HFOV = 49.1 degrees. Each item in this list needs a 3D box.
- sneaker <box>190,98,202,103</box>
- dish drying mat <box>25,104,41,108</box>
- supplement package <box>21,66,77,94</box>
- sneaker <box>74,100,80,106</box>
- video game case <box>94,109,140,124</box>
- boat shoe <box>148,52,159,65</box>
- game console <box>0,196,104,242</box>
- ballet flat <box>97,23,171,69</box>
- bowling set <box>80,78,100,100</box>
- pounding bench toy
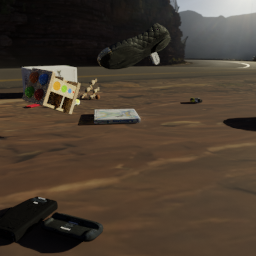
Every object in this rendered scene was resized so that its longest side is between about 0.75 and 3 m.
[{"bbox_3d":[3.540,-1.437,14.332,0.317,0.279,0.750,-11,19,-34],"label":"sneaker"},{"bbox_3d":[-4.441,-1.092,13.455,0.365,0.086,0.950,7,18,25],"label":"dish drying mat"},{"bbox_3d":[-4.682,-2.841,16.837,2.833,1.656,1.662,-12,20,-36],"label":"supplement package"},{"bbox_3d":[-2.696,-1.290,13.566,0.398,0.403,1.055,6,16,25],"label":"sneaker"},{"bbox_3d":[-0.475,-0.482,10.982,1.685,0.203,1.848,-2,15,-6],"label":"video game case"},{"bbox_3d":[0.585,-2.000,7.359,0.280,0.789,0.284,26,62,38],"label":"boat shoe"},{"bbox_3d":[-1.162,1.414,4.134,1.593,0.192,0.939,5,16,23],"label":"game console"},{"bbox_3d":[0.108,-1.654,5.705,1.817,0.604,0.516,-29,68,-29],"label":"ballet flat"},{"bbox_3d":[-1.929,-1.932,15.469,0.959,1.379,0.740,42,27,-4],"label":"bowling set"},{"bbox_3d":[-2.628,-1.206,8.758,1.663,1.033,1.297,16,-1,35],"label":"pounding bench toy"}]
